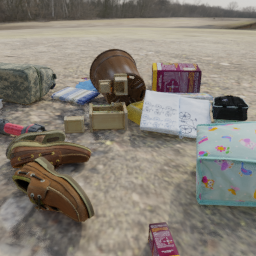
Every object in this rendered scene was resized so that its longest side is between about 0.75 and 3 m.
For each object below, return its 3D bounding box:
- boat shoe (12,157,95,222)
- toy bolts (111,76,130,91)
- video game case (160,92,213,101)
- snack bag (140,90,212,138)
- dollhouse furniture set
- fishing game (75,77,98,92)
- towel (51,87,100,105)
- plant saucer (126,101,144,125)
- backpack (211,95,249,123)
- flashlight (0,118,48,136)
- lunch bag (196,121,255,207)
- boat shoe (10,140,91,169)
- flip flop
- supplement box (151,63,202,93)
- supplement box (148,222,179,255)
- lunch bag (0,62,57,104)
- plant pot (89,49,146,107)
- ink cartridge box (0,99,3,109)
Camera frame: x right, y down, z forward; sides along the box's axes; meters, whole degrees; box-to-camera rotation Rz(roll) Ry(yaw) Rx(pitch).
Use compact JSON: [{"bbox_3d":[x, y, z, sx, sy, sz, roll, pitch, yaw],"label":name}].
[{"bbox_3d":[-1.921,1.633,6.858,0.969,1.026,2.851,-26,27,-34],"label":"boat shoe"},{"bbox_3d":[-0.885,-2.660,16.195,1.723,1.195,1.646,19,71,16],"label":"toy bolts"},{"bbox_3d":[2.789,-1.582,13.960,2.466,0.220,1.765,1,13,4],"label":"video game case"},{"bbox_3d":[1.998,-0.578,11.190,2.875,0.308,2.711,10,39,3],"label":"snack bag"},{"bbox_3d":[-1.281,-1.093,11.086,2.434,2.152,1.353,-2,25,-6],"label":"dollhouse furniture set"},{"bbox_3d":[-2.119,-2.299,15.781,1.656,0.359,2.312,-3,34,-1],"label":"fishing game"},{"bbox_3d":[-2.719,-1.685,14.508,2.109,0.251,1.549,13,30,24],"label":"towel"},{"bbox_3d":[1.160,-0.745,12.252,2.213,0.536,2.213,-15,30,-30],"label":"plant saucer"},{"bbox_3d":[4.114,-0.727,11.418,1.406,1.193,1.584,3,28,12],"label":"backpack"},{"bbox_3d":[-4.075,0.069,10.279,2.285,0.774,0.776,12,30,21],"label":"flashlight"},{"bbox_3d":[3.228,0.902,7.466,2.765,1.686,2.355,0,24,13],"label":"lunch bag"},{"bbox_3d":[-2.343,0.925,8.572,2.408,0.867,0.813,3,58,-11],"label":"boat shoe"},{"bbox_3d":[-2.980,0.588,9.306,2.058,0.834,0.592,-13,42,-36],"label":"flip flop"},{"bbox_3d":[2.621,-2.783,15.582,2.607,1.345,1.707,2,25,4],"label":"supplement box"},{"bbox_3d":[0.696,2.410,5.608,0.394,0.508,0.920,-3,26,-9],"label":"supplement box"},{"bbox_3d":[-5.289,-2.456,14.287,2.645,1.843,2.219,9,30,19],"label":"lunch bag"},{"bbox_3d":[-0.416,-2.206,13.392,2.501,2.501,2.475,-7,33,-14],"label":"plant pot"},{"bbox_3d":[-6.421,-1.098,13.181,0.876,0.367,0.769,4,26,9],"label":"ink cartridge box"}]
